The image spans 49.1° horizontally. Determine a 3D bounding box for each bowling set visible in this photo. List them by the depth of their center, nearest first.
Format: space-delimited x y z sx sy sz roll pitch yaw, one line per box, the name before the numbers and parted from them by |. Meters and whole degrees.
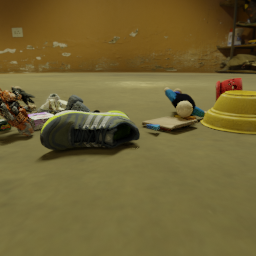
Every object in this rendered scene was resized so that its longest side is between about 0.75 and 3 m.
bowling set | -4.825 -1.085 12.311 0.959 1.378 0.740 -42 3 7

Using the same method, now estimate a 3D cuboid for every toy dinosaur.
toy dinosaur | -3.471 -0.755 8.252 1.119 2.191 1.487 -18 7 -2

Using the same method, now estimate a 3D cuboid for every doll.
doll | 2.187 -0.940 10.767 1.937 0.688 2.839 33 15 1

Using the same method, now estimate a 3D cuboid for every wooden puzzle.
wooden puzzle | 1.404 -0.147 9.360 2.280 0.267 1.538 -10 12 -35

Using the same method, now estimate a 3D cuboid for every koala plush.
koala plush | -1.200 -0.174 8.249 1.290 1.185 1.144 16 15 -28

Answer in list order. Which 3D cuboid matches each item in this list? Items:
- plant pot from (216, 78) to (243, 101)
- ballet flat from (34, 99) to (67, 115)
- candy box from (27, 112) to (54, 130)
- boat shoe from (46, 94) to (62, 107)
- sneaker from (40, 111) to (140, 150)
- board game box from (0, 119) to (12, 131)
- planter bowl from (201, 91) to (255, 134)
plant pot | 4.895 -1.752 13.618 1.210 1.329 1.329 1 14 19
ballet flat | -2.716 -0.717 10.609 2.140 0.770 0.770 7 16 29
candy box | -2.939 -0.252 9.481 0.838 0.357 0.999 -11 17 -37
boat shoe | -3.588 -1.406 13.725 0.634 0.575 1.723 -8 16 -29
sneaker | -0.852 0.073 7.033 2.637 0.974 1.067 -10 20 -31
board game box | -4.986 0.025 8.601 1.230 0.275 2.347 16 21 42
planter bowl | 3.927 -0.671 9.604 2.722 1.134 2.722 0 14 0
